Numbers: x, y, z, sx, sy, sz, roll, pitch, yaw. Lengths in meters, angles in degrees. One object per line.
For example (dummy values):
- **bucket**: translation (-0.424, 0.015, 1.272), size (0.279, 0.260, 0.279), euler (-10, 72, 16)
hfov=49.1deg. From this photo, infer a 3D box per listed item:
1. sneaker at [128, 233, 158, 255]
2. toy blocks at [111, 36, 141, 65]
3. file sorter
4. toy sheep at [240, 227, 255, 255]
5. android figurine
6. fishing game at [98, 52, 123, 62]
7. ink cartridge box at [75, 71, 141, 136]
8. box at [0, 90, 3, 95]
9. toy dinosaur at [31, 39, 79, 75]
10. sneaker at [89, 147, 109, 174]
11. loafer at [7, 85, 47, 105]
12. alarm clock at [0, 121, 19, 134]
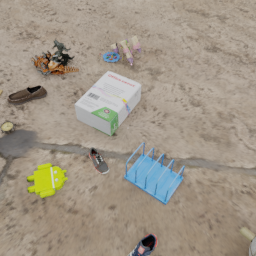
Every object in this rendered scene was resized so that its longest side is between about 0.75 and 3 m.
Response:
- **sneaker**: translation (0.329, 3.614, 8.034), size (0.547, 0.617, 1.460), euler (31, 58, 22)
- **toy blocks**: translation (-0.042, -3.682, 13.647), size (1.384, 1.165, 1.293), euler (-16, 20, 14)
- **file sorter**: translation (0.893, 1.453, 9.456), size (1.721, 1.056, 1.194), euler (29, 57, 22)
- **toy sheep**: translation (4.108, 3.647, 7.294), size (1.900, 1.900, 2.756), euler (-32, 54, -22)
- **android figurine**: translation (-2.780, 1.791, 9.688), size (1.377, 0.283, 1.253), euler (-12, 53, -7)
- **fishing game**: translation (-0.846, -3.575, 13.959), size (1.236, 0.192, 0.885), euler (2, 49, 2)
- **ink cartridge box**: translation (-0.753, -1.060, 11.458), size (1.702, 0.987, 2.351), euler (26, 56, 19)
- **box**: translation (-5.984, -1.403, 12.312), size (0.665, 0.087, 0.813), euler (7, 53, 6)
- **toy dinosaur**: translation (-3.363, -3.037, 13.185), size (2.396, 1.224, 1.626), euler (28, 70, -2)
- **sneaker**: translation (-1.086, 1.151, 10.056), size (0.445, 0.473, 1.154), euler (-30, 58, -22)
- **loafer**: translation (-4.384, -1.515, 12.070), size (1.679, 0.596, 0.613), euler (-19, 54, -14)
- **alarm clock**: translation (-4.699, -0.041, 11.131), size (0.766, 0.255, 0.517), euler (-28, 56, -16)
